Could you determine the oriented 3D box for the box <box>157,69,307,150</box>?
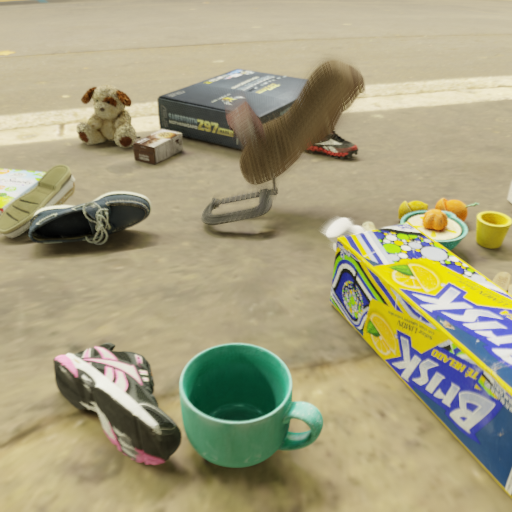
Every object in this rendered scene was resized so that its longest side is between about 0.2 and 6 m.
[{"bbox_3d":[-0.286,-4.373,16.298,3.292,1.065,4.174,19,36,26],"label":"box"}]

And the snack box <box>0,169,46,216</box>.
[{"bbox_3d":[-5.371,-1.279,11.888,1.263,0.470,1.776,7,33,11],"label":"snack box"}]

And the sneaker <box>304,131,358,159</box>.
[{"bbox_3d":[1.898,-2.959,14.356,1.525,0.745,0.539,18,34,24],"label":"sneaker"}]

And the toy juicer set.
[{"bbox_3d":[3.118,-0.639,10.565,2.905,0.790,1.848,-13,34,-19],"label":"toy juicer set"}]

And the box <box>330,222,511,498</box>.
[{"bbox_3d":[2.570,1.044,7.386,1.387,1.273,3.959,-13,33,-20],"label":"box"}]

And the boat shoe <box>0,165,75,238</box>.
[{"bbox_3d":[-4.319,-0.983,11.251,0.707,0.647,1.893,24,59,25],"label":"boat shoe"}]

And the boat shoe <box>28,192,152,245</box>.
[{"bbox_3d":[-3.117,-0.677,10.568,2.283,0.855,0.706,-6,31,-7],"label":"boat shoe"}]

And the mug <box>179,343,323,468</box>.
[{"bbox_3d":[-0.157,1.844,6.405,1.270,0.956,1.546,-18,37,-27],"label":"mug"}]

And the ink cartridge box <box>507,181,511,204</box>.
[{"bbox_3d":[6.135,-1.244,11.759,1.301,0.548,0.950,-3,32,-5],"label":"ink cartridge box"}]

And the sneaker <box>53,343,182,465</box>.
[{"bbox_3d":[-1.589,1.612,6.897,2.159,0.867,0.932,28,40,35],"label":"sneaker"}]

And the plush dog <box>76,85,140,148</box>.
[{"bbox_3d":[-3.879,-3.836,15.042,1.733,1.489,1.391,8,33,13],"label":"plush dog"}]

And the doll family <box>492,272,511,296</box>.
[{"bbox_3d":[4.409,1.031,7.452,1.063,1.566,2.709,-43,47,-8],"label":"doll family"}]

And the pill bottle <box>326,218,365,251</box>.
[{"bbox_3d":[1.666,-0.124,9.320,0.591,1.065,0.591,-38,24,20],"label":"pill bottle"}]

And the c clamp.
[{"bbox_3d":[-0.311,-1.066,11.361,1.652,0.224,1.412,-13,35,1],"label":"c clamp"}]

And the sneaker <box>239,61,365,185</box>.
[{"bbox_3d":[0.981,-2.488,11.271,1.164,3.083,1.086,-1,57,-50],"label":"sneaker"}]

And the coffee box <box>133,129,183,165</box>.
[{"bbox_3d":[-2.500,-2.797,14.330,0.675,0.477,1.195,17,36,25],"label":"coffee box"}]

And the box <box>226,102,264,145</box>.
[{"bbox_3d":[-0.168,-1.968,8.308,0.391,0.387,0.471,-34,28,12],"label":"box"}]
